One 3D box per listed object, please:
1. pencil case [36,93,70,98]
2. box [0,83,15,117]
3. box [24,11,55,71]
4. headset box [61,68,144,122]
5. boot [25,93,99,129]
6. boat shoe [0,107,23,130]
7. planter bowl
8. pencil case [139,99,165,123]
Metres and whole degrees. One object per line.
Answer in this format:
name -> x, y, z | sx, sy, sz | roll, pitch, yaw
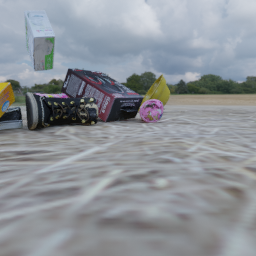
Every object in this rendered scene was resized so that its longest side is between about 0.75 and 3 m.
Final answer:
pencil case -> -2.635, -0.900, 11.644 | 2.537, 1.109, 1.109 | -4, 7, -37
box -> -4.209, -0.441, 6.197 | 2.798, 0.580, 1.666 | -1, 33, 6
box -> -2.242, -2.179, 7.053 | 0.535, 0.977, 1.107 | -13, -29, -25
headset box -> -0.873, -1.245, 10.925 | 2.755, 1.033, 2.047 | 34, 23, 26
boot -> -1.893, -0.494, 8.229 | 2.044, 0.993, 2.714 | -2, 0, -16
boat shoe -> -3.642, -0.286, 7.122 | 0.771, 0.713, 2.088 | 5, 7, 40
planter bowl -> 1.916, -1.972, 18.361 | 1.218, 2.925, 2.925 | 33, 3, -6
pencil case -> 0.863, -0.661, 10.512 | 0.864, 0.827, 1.997 | 5, 5, 1
